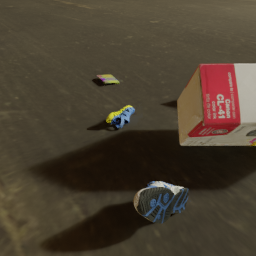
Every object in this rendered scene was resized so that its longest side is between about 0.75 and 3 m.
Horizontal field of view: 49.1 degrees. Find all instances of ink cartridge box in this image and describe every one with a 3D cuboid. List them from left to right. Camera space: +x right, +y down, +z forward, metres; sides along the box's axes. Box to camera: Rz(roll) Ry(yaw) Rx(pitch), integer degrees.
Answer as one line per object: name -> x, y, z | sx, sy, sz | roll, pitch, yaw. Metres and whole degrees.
ink cartridge box -> 2.655, -0.373, 5.855 | 2.896, 2.138, 1.240 | 1, 75, 0

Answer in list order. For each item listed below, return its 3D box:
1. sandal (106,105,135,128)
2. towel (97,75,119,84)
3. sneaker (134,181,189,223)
sandal -> -0.128, -0.271, 7.518 | 0.447, 0.409, 1.028 | 43, 43, 13
towel -> -0.719, -1.749, 10.048 | 0.597, 0.095, 0.831 | -7, 32, -28
sneaker -> 0.467, 1.170, 4.574 | 0.573, 0.563, 1.488 | 12, -5, 34
